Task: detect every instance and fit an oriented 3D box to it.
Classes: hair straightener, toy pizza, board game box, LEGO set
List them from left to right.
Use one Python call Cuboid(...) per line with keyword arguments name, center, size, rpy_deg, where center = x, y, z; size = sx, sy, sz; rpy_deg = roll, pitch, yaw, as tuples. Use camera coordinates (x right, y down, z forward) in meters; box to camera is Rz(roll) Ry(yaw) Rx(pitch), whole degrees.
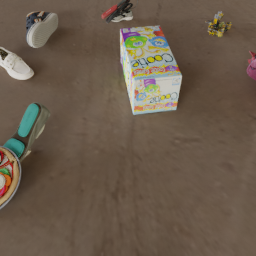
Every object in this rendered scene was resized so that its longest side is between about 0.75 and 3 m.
Cuboid(name="toy pizza", center=(-3.400, 1.199, 6.653), size=(1.738, 0.275, 1.738), rpy_deg=(-4, 64, 8))
Cuboid(name="hair straightener", center=(-0.201, -3.905, 9.195), size=(1.373, 0.528, 0.281), rpy_deg=(-35, 51, 14))
Cuboid(name="board game box", center=(0.616, -1.900, 8.863), size=(1.397, 1.373, 2.665), rpy_deg=(-7, 50, -6))
Cuboid(name="LEGO set", center=(3.734, -4.256, 11.339), size=(1.106, 0.641, 0.850), rpy_deg=(-36, 59, -27))

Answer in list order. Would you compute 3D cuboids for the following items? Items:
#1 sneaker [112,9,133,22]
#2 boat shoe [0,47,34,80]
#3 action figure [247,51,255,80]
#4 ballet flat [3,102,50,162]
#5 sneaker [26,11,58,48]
Cuboid(name="sneaker", center=(-0.310, -4.819, 11.966), size=(1.071, 0.425, 0.396), rpy_deg=(-16, 53, -11))
Cuboid(name="boat shoe", center=(-3.985, -2.263, 9.656), size=(1.818, 0.630, 0.644), rpy_deg=(32, 57, 24))
Cuboid(name="action figure", center=(4.581, -1.478, 8.821), size=(2.150, 1.934, 2.887), rpy_deg=(-47, 38, 16))
Cuboid(name="ballet flat", center=(-2.699, 0.333, 7.368), size=(0.713, 0.674, 2.115), rpy_deg=(26, 82, 24))
Cuboid(name="sneaker", center=(-3.540, -3.822, 10.814), size=(0.926, 0.915, 2.333), rpy_deg=(12, 39, 3))
